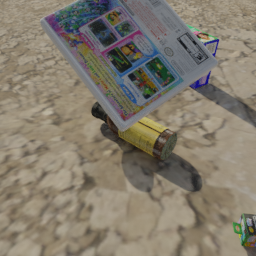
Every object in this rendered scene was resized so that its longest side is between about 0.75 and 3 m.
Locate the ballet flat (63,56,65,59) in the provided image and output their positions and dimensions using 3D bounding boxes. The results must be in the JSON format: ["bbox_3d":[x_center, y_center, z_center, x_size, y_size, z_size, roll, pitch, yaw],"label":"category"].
[{"bbox_3d":[-1.634,-2.565,7.835,0.660,0.660,1.900,4,40,4],"label":"ballet flat"}]

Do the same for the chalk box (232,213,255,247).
[{"bbox_3d":[2.449,2.016,5.517,0.767,0.475,0.478,3,42,5],"label":"chalk box"}]

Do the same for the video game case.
[{"bbox_3d":[0.052,-1.724,5.801,2.555,0.332,2.806,-35,81,-16],"label":"video game case"}]

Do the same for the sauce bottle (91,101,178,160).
[{"bbox_3d":[0.084,-0.057,7.655,2.592,0.839,0.839,30,49,30],"label":"sauce bottle"}]

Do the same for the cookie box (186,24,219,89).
[{"bbox_3d":[2.090,-2.652,10.018,0.753,1.713,2.003,-21,45,-27],"label":"cookie box"}]
